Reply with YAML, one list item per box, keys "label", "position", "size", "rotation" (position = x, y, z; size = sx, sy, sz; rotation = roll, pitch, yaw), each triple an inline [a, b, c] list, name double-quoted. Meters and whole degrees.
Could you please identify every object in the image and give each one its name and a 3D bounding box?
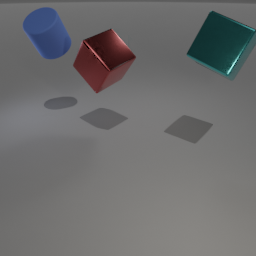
- label: "cylinder"
  position: [-3.108, -3.657, 10.895]
  size: [1.400, 1.400, 1.400]
  rotation: [-6, 61, 10]
- label: "cube"
  position: [-0.857, -2.368, 9.959]
  size: [1.400, 1.400, 1.400]
  rotation: [-37, 84, -35]
- label: "cube"
  position: [2.847, -2.411, 8.432]
  size: [1.400, 1.400, 1.400]
  rotation: [34, 17, 20]
